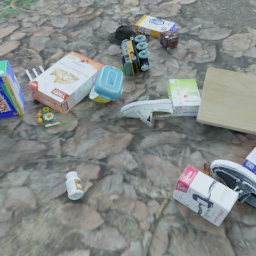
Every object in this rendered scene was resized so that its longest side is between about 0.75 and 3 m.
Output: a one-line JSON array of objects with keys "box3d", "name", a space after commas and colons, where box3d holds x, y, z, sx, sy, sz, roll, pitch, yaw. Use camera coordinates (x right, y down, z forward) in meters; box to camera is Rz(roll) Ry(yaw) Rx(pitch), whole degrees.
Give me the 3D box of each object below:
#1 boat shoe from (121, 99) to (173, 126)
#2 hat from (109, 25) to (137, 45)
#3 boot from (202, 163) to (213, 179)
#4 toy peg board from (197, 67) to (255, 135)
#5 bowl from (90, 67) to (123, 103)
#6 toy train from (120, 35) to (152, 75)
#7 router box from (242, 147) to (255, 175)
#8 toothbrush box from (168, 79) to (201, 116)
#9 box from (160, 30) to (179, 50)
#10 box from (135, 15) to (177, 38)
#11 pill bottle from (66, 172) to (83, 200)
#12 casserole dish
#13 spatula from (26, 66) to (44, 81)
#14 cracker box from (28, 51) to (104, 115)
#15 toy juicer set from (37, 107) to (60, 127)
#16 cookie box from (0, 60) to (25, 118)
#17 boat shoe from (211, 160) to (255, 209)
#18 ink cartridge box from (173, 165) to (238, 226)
[{"box3d": [0.792, -0.545, 11.414, 2.138, 0.790, 0.911, -6, 65, -2], "name": "boat shoe"}, {"box3d": [-0.258, -5.199, 15.307, 1.615, 0.651, 1.615, 0, 51, 0], "name": "hat"}, {"box3d": [2.505, 1.628, 9.964, 0.840, 0.288, 0.791, -7, 58, 4], "name": "boot"}, {"box3d": [4.284, -0.911, 11.597, 2.576, 1.260, 2.565, 13, 67, 10], "name": "toy peg board"}, {"box3d": [-0.778, -1.699, 12.102, 0.916, 1.702, 1.702, 36, 46, -26], "name": "bowl"}, {"box3d": [0.341, -3.648, 13.838, 1.404, 1.050, 2.464, -12, 51, 3], "name": "toy train"}, {"box3d": [5.809, 1.317, 9.906, 2.579, 0.630, 2.314, 37, 59, 27], "name": "router box"}, {"box3d": [2.405, -1.326, 12.059, 1.187, 0.702, 1.630, -1, 52, 0], "name": "toothbrush box"}, {"box3d": [2.173, -4.673, 14.862, 0.658, 0.651, 0.793, -21, 54, -17], "name": "box"}, {"box3d": [1.635, -5.688, 15.847, 2.161, 0.448, 1.286, 24, 53, 16], "name": "box"}, {"box3d": [-1.836, 1.940, 9.491, 0.491, 0.491, 0.859, -14, 52, -11], "name": "pill bottle"}, {"box3d": [-0.574, -1.532, 9.137, 0.891, 0.286, 1.472, 19, 50, -11], "name": "casserole dish"}, {"box3d": [-4.278, -2.445, 13.354, 0.965, 0.112, 1.388, -24, 56, -18], "name": "spatula"}, {"box3d": [-2.676, -2.116, 12.604, 1.968, 0.847, 2.938, 27, 56, 20], "name": "cracker box"}, {"box3d": [-3.364, -0.402, 11.559, 0.680, 0.291, 1.069, -33, 58, -25], "name": "toy juicer set"}, {"box3d": [-5.755, -1.356, 11.041, 2.705, 2.314, 1.017, -10, 54, -8], "name": "cookie box"}, {"box3d": [3.828, 2.033, 9.203, 2.597, 0.932, 0.880, 34, 57, 17], "name": "boat shoe"}, {"box3d": [2.394, 2.142, 8.828, 1.708, 1.237, 0.720, 30, 57, 22], "name": "ink cartridge box"}]
